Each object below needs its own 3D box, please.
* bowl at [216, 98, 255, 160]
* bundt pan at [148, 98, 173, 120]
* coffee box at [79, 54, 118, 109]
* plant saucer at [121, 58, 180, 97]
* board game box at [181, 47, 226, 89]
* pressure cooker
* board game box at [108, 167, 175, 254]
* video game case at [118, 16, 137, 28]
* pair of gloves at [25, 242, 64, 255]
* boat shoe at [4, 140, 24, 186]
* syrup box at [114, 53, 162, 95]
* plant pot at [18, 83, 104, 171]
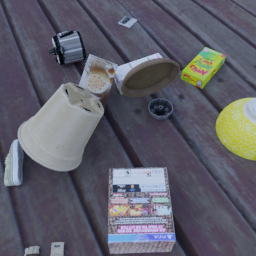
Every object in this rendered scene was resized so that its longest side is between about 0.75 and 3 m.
[{"bbox_3d":[4.920,-0.290,10.715,2.743,1.476,2.743,0,52,0],"label":"bowl"},{"bbox_3d":[1.356,-0.745,11.742,1.043,0.391,1.043,0,52,0],"label":"bundt pan"},{"bbox_3d":[-1.349,-1.667,11.382,1.262,0.880,2.207,18,74,-12],"label":"coffee box"},{"bbox_3d":[0.838,-1.974,10.977,2.445,2.445,0.360,-17,71,-12],"label":"plant saucer"},{"bbox_3d":[3.597,-2.890,13.295,1.128,0.529,2.222,31,59,22],"label":"board game box"},{"bbox_3d":[-2.956,-3.794,13.430,1.647,1.449,1.471,-17,67,-11],"label":"pressure cooker"},{"bbox_3d":[0.346,2.524,8.745,1.876,1.140,2.354,-1,52,-1],"label":"board game box"},{"bbox_3d":[-0.010,-6.084,16.034,0.757,0.097,0.833,27,58,19],"label":"video game case"},{"bbox_3d":[-2.484,3.974,8.227,1.261,0.221,1.073,-7,49,-8],"label":"pair of gloves"},{"bbox_3d":[-4.146,1.221,10.087,0.562,0.652,1.811,-10,55,-4],"label":"boat shoe"},{"bbox_3d":[0.557,-2.439,12.599,2.277,0.897,0.927,-20,55,-8],"label":"syrup box"},{"bbox_3d":[-2.050,-0.180,9.453,2.435,2.229,2.435,33,24,-17],"label":"plant pot"}]
